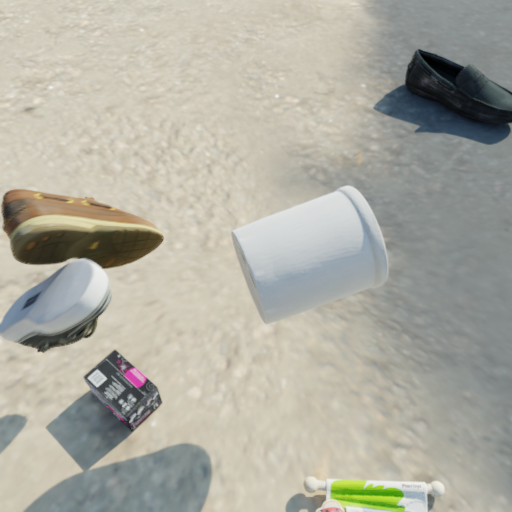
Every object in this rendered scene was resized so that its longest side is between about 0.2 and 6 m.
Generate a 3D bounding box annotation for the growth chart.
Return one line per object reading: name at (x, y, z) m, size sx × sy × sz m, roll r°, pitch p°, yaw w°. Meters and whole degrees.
growth chart at (2.092, 4.786, 7.760) m, size 2.508 × 0.307 × 3.465 m, roll -2°, pitch 52°, yaw -3°

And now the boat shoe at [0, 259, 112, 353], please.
boat shoe at (-2.635, 0.786, 7.696) m, size 0.828 × 2.925 × 1.004 m, roll 38°, pitch 56°, yaw -27°

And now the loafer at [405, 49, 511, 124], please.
loafer at (5.467, -4.449, 14.667) m, size 3.296 × 1.157 × 1.119 m, roll 31°, pitch 59°, yaw 23°

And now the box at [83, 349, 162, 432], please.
box at (-2.260, 2.298, 9.539) m, size 1.125 × 0.646 × 0.744 m, roll 34°, pitch 60°, yaw 26°

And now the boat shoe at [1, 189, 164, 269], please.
boat shoe at (-2.393, -0.450, 8.122) m, size 1.000 × 2.779 × 0.938 m, roll -39°, pitch 71°, yaw 21°

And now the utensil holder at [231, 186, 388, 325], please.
utensil holder at (0.739, 0.021, 8.127) m, size 1.839 × 1.563 × 1.563 m, roll -21°, pitch 54°, yaw -7°
